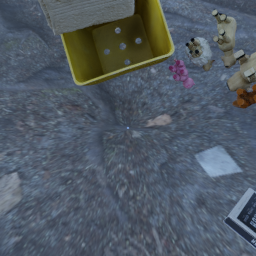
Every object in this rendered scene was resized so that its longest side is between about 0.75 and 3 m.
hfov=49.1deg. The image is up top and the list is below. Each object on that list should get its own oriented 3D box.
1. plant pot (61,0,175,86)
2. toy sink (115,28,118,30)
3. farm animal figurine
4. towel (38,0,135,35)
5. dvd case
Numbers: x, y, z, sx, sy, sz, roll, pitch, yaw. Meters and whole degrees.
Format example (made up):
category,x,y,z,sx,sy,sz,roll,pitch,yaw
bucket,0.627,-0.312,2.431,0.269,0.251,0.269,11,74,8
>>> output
category,x,y,z,sx,sy,sz,roll,pitch,yaw
plant pot,-0.236,-2.075,6.252,2.033,1.794,2.033,-17,88,8
toy sink,-0.961,-4.432,8.039,1.546,2.760,1.799,-26,45,27
farm animal figurine,2.114,-1.323,5.727,2.127,1.717,1.069,37,17,35
towel,-0.666,-2.163,4.749,1.616,1.071,0.279,-15,70,-5
dvd case,2.012,1.434,3.627,1.379,0.171,1.036,39,31,24
